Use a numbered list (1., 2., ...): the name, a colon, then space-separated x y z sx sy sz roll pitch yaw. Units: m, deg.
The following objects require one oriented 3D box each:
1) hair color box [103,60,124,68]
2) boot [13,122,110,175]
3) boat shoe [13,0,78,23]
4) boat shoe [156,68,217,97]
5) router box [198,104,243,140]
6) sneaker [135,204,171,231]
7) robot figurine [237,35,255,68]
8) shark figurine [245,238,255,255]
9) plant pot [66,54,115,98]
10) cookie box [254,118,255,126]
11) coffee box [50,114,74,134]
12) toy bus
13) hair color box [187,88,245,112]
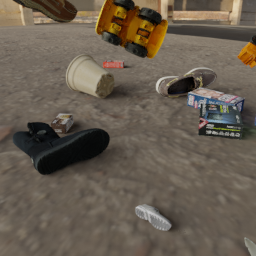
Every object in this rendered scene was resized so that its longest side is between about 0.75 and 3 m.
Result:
1. hair color box: -0.842 -3.784 16.581 1.184 0.363 0.601 2 24 3
2. boot: -1.785 0.260 7.392 2.093 0.799 1.759 -23 37 -29
3. boat shoe: -2.262 -3.773 7.976 0.950 0.928 2.512 54 25 13
4. boat shoe: 2.606 -1.877 11.796 2.791 1.003 0.831 -13 27 -16
5. router box: 2.882 -0.255 8.859 1.232 0.511 1.644 6 26 13
6. sneaker: 0.503 1.595 5.175 0.769 0.287 0.315 22 33 40
7. robot figurine: 3.510 -2.271 6.536 2.012 1.459 0.586 -38 83 -21
8. shark figurine: 2.121 2.206 3.120 1.234 0.862 2.065 0 26 2
9. plant pot: -1.447 -2.018 11.634 1.521 1.662 1.662 32 38 30
10. cookie box: 5.732 -0.284 8.255 2.400 1.054 2.806 -16 29 -27
11. coffee box: -2.070 -0.147 8.843 0.466 0.329 0.825 3 25 7
12. toy bus: -0.019 -2.137 5.926 1.348 0.915 1.295 18 16 -19
13. hair color box: 3.211 -0.968 10.345 1.813 0.549 0.907 21 32 37
